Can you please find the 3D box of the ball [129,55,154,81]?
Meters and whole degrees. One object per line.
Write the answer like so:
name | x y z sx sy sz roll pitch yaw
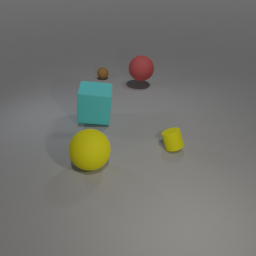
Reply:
ball | 0.736 -3.301 15.501 1.400 1.400 1.400 0 30 0

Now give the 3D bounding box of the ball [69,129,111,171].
ball | -1.287 0.729 9.437 1.400 1.400 1.400 0 30 0

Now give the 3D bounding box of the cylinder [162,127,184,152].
cylinder | 1.693 0.430 10.568 0.700 0.700 0.700 -17 17 5

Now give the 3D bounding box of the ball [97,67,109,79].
ball | -1.535 -3.363 17.126 0.700 0.700 0.700 0 30 0

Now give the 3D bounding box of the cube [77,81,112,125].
cube | -1.450 -1.107 12.301 1.400 1.400 1.400 4 32 -5
